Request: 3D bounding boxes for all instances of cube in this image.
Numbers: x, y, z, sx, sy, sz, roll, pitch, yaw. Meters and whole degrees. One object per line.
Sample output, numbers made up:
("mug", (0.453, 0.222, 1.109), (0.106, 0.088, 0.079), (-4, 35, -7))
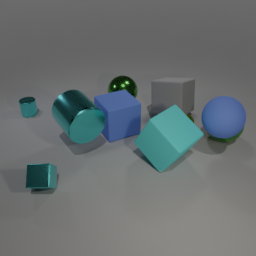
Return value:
("cube", (1.333, 0.347, 9.354), (1.400, 1.400, 1.400), (-30, 72, -38))
("cube", (-0.417, -0.513, 11.131), (1.400, 1.400, 1.400), (-16, 36, -23))
("cube", (-2.585, 1.464, 8.411), (0.700, 0.700, 0.700), (-2, 75, 3))
("cube", (1.934, -1.367, 11.944), (1.400, 1.400, 1.400), (9, 19, 33))

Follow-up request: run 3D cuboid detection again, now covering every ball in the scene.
("ball", (3.650, -0.148, 10.579), (1.400, 1.400, 1.400), (0, 33, 0))
("ball", (3.156, -0.356, 9.275), (1.400, 1.400, 1.400), (0, 33, 0))
("ball", (-0.243, -1.739, 13.049), (1.400, 1.400, 1.400), (0, 33, 0))

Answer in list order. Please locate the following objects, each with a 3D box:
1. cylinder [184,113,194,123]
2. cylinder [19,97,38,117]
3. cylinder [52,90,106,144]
("cylinder", (2.044, -0.222, 10.590), (0.700, 0.700, 0.700), (-7, 15, -11))
("cylinder", (-4.423, -0.936, 12.452), (0.700, 0.700, 0.700), (0, 33, 0))
("cylinder", (-1.708, -0.403, 9.655), (1.400, 1.400, 1.400), (-21, 44, -29))
